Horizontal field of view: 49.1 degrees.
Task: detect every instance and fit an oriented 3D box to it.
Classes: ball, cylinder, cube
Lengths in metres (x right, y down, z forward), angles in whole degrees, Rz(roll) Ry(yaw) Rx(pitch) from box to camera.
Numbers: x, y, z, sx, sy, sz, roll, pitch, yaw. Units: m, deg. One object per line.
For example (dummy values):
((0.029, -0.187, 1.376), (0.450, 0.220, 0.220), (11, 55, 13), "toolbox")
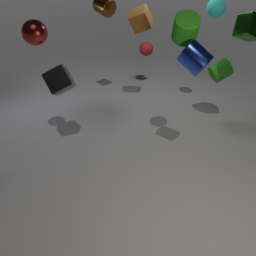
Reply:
((0.903, -3.935, 13.887), (0.700, 0.700, 0.700), (0, 31, 0), "ball")
((1.786, -1.853, 7.444), (0.700, 0.700, 0.700), (44, 42, 5), "cylinder")
((-2.591, -2.643, 7.771), (0.700, 0.700, 0.700), (0, 31, 0), "ball")
((0.488, -4.195, 10.784), (0.700, 0.700, 0.700), (-12, 48, 24), "cube")
((3.241, -4.411, 10.264), (0.700, 0.700, 0.700), (0, 31, 0), "ball")
((1.574, -2.709, 7.630), (0.700, 0.700, 0.700), (0, 66, 0), "cylinder")
((-2.115, -1.464, 8.651), (0.700, 0.700, 0.700), (-27, 4, 2), "cube")
((3.500, -2.177, 10.607), (0.700, 0.700, 0.700), (-30, 32, 6), "cylinder")
((3.869, -3.185, 8.848), (0.700, 0.700, 0.700), (11, 8, -22), "cube")
((-0.946, -4.893, 11.238), (0.700, 0.700, 0.700), (-27, 55, -37), "cylinder")
